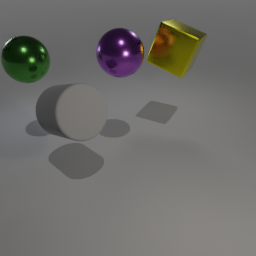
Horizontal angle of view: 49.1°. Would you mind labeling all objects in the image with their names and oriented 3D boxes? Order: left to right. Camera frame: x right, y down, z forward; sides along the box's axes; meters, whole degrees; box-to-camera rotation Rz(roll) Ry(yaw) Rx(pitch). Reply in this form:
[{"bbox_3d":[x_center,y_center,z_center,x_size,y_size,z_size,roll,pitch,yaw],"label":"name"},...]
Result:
[{"bbox_3d":[-3.074,-2.056,8.461,1.400,1.400,1.400,0,29,0],"label":"ball"},{"bbox_3d":[-1.471,-0.428,7.223,1.400,1.400,1.400,-21,17,-34],"label":"cylinder"},{"bbox_3d":[-0.226,-2.172,8.151,1.400,1.400,1.400,0,29,0],"label":"ball"},{"bbox_3d":[1.689,-2.780,9.692,1.400,1.400,1.400,29,32,11],"label":"cube"}]
